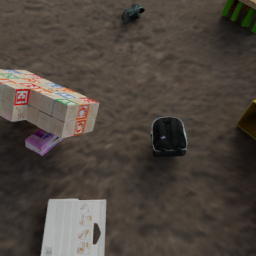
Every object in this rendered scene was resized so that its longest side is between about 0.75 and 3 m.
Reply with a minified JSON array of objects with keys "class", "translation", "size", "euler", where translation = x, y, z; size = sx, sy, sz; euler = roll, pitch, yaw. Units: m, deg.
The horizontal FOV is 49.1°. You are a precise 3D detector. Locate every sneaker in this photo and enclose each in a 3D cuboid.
[{"class":"sneaker","translation":[0.150,-3.790,9.310],"size":[0.422,0.402,1.066],"euler":[31,65,15]}]

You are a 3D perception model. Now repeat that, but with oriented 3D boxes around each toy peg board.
[{"class":"toy peg board","translation":[4.151,-4.053,9.338],"size":[1.803,0.882,1.795],"euler":[40,52,20]}]

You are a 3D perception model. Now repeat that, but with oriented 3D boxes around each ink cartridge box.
[{"class":"ink cartridge box","translation":[-1.095,2.211,5.795],"size":[1.256,0.315,1.447],"euler":[0,59,-1]}]

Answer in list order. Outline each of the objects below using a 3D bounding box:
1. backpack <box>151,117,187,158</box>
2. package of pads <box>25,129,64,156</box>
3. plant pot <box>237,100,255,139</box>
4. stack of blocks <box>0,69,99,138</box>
[{"class":"backpack","translation":[0.962,0.231,6.720],"size":[0.853,0.723,0.961],"euler":[-5,63,2]},{"class":"package of pads","translation":[-1.975,0.242,6.765],"size":[0.537,0.337,0.892],"euler":[25,45,21]},{"class":"plant pot","translation":[3.467,-0.273,6.989],"size":[0.802,0.909,0.909],"euler":[-34,64,-31]},{"class":"stack of blocks","translation":[-2.174,-0.634,6.529],"size":[2.586,0.757,1.489],"euler":[24,19,24]}]
